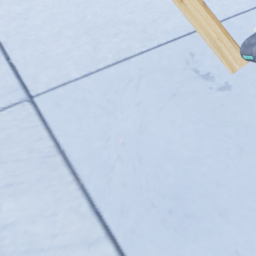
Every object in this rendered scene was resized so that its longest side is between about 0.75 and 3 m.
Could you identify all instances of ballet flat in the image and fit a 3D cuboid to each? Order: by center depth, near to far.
[{"bbox_3d":[1.970,-1.253,3.623,1.469,0.537,0.537,-36,60,-22],"label":"ballet flat"}]

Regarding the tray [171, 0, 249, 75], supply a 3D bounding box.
[{"bbox_3d":[1.392,-2.114,5.298,2.287,0.423,1.128,47,27,-7],"label":"tray"}]
